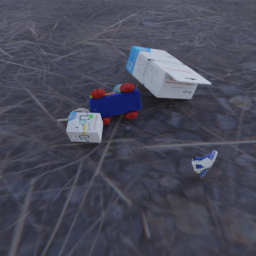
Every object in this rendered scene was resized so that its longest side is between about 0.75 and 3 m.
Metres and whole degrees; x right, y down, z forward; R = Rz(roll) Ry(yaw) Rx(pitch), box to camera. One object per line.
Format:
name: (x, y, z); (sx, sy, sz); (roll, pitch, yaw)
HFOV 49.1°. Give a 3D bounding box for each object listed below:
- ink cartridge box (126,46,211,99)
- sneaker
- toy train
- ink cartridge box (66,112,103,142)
ink cartridge box: (1.357, -1.889, 10.119); (1.680, 0.967, 2.901); (-1, 35, -33)
sneaker: (1.812, 0.832, 6.882); (0.460, 0.796, 0.322); (32, 36, 10)
toy train: (-1.023, -0.831, 9.249); (2.645, 1.120, 1.530); (-13, 23, -9)
ink cartridge box: (-1.213, -0.012, 8.031); (0.880, 0.643, 0.646); (1, 61, 5)
